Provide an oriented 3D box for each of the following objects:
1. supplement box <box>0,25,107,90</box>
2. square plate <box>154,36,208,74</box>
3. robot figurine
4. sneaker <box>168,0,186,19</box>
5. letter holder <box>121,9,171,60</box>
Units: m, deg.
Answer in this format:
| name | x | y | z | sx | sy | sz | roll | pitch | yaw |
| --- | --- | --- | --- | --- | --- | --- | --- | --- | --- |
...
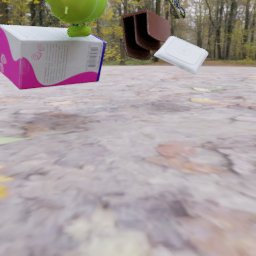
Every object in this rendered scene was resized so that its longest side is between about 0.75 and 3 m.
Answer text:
| name | x | y | z | sx | sy | sz | roll | pitch | yaw |
| --- | --- | --- | --- | --- | --- | --- | --- | --- | --- |
| supplement box | -2.103 | -2.042 | 7.965 | 2.606 | 1.319 | 1.347 | -16 | 41 | -44 |
| square plate | 1.930 | -2.652 | 9.866 | 1.574 | 0.224 | 1.559 | 28 | 51 | 10 |
| robot figurine | -1.240 | -3.266 | 6.939 | 1.265 | 1.919 | 2.187 | -3 | 21 | 9 |
| sneaker | 1.187 | -3.114 | 7.262 | 0.315 | 0.288 | 0.778 | -2 | -35 | 41 |
| letter holder | 0.785 | -3.448 | 10.775 | 1.072 | 1.515 | 2.132 | -1 | 6 | 30 |
